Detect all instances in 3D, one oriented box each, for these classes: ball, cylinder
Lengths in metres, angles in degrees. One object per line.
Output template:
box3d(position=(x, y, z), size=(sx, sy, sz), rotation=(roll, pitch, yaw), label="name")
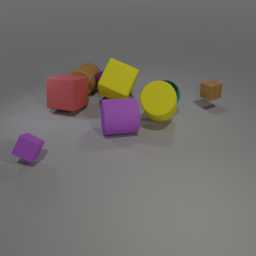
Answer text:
box3d(position=(1.730, -1.520, 13.036), size=(1.400, 1.400, 1.400), rotation=(0, 31, 0), label="ball")
box3d(position=(-0.332, -0.457, 11.170), size=(1.400, 1.400, 1.400), rotation=(-4, 31, -10), label="cylinder")
box3d(position=(-2.265, -2.575, 14.784), size=(1.400, 1.400, 1.400), rotation=(8, 31, 13), label="cylinder")
box3d(position=(1.286, -1.057, 11.468), size=(1.400, 1.400, 1.400), rotation=(7, -7, 11), label="cylinder")

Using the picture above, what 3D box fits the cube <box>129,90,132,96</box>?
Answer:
box3d(position=(-0.227, -2.101, 14.698), size=(0.700, 0.700, 0.700), rotation=(-9, 31, -14), label="cube")

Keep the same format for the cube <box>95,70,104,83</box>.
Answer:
box3d(position=(-1.148, -2.548, 14.387), size=(0.700, 0.700, 0.700), rotation=(-19, 0, 32), label="cube")

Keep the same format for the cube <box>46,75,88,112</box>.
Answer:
box3d(position=(-2.784, -1.650, 12.929), size=(1.400, 1.400, 1.400), rotation=(9, 18, 17), label="cube")

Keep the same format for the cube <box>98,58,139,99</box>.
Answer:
box3d(position=(-0.472, -2.121, 13.030), size=(1.400, 1.400, 1.400), rotation=(24, 77, 0), label="cube")

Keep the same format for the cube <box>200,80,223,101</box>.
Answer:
box3d(position=(3.835, -1.745, 12.954), size=(0.700, 0.700, 0.700), rotation=(-17, 31, -24), label="cube")

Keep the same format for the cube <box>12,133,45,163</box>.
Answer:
box3d(position=(-3.368, 0.651, 9.502), size=(0.700, 0.700, 0.700), rotation=(26, 6, -3), label="cube")
